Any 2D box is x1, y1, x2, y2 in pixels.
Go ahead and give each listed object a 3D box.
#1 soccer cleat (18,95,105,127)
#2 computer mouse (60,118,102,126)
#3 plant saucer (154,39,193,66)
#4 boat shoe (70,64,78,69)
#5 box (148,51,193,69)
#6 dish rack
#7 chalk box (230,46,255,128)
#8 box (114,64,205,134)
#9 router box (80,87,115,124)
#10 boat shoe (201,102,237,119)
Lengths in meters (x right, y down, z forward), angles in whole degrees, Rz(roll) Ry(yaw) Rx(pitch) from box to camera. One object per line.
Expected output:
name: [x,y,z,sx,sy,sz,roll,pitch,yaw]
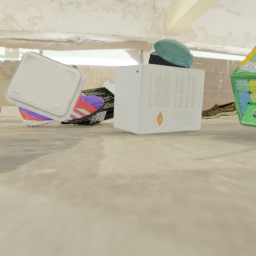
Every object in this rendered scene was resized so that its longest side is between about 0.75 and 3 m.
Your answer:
soccer cleat: [-2.180,-0.757,9.002,2.830,1.036,0.965,-7,37,9]
computer mouse: [-1.472,-0.376,10.622,1.377,0.451,1.961,3,6,29]
plant saucer: [1.165,-1.925,7.015,1.079,0.194,1.079,27,-7,3]
boat shoe: [-2.434,-1.449,11.277,0.727,2.212,0.790,27,3,17]
box: [1.263,-1.431,9.386,1.159,2.222,1.644,18,27,14]
dish rack: [-2.110,-1.128,7.119,1.770,1.519,0.385,21,-13,-3]
chalk box: [2.978,-0.804,5.608,1.305,1.299,2.098,12,47,44]
box: [0.829,-0.767,7.360,2.156,1.641,1.146,-2,10,-35]
router box: [-1.172,-0.931,10.939,1.514,0.518,2.029,40,35,26]
boat shoe: [3.480,-0.740,10.964,1.512,0.559,0.558,-9,22,7]
